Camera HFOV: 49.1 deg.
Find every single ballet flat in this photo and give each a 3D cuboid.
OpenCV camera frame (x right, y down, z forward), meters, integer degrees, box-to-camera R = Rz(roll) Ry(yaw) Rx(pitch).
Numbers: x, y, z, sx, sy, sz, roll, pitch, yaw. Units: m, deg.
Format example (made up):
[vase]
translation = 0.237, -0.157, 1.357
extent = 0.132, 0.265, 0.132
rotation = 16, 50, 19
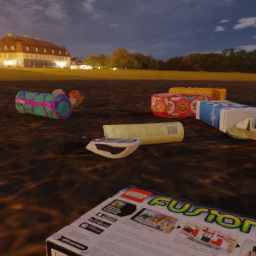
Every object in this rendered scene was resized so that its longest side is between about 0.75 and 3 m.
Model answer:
[ballet flat]
translation = 3.306, 0.047, 7.213
extent = 0.658, 0.658, 1.863
rotation = -5, 13, -24

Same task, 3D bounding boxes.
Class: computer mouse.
[computer mouse]
translation = -0.556, 0.439, 6.045
extent = 1.747, 0.383, 0.958
rotation = 1, 8, 29

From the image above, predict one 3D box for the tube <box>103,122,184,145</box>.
[tube]
translation = 0.394, 0.149, 7.039
extent = 1.982, 0.514, 0.575
rotation = -4, 4, -13

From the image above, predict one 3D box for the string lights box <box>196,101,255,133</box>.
[string lights box]
translation = 3.248, -0.433, 9.251
extent = 1.198, 0.687, 2.331
rotation = -2, 12, -8

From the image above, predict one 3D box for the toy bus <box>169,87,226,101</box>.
[toy bus]
translation = 3.534, -1.602, 14.278
extent = 2.693, 0.877, 1.054
rotation = 6, 14, 27

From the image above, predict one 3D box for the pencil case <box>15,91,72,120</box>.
[pencil case]
translation = -3.277, -0.890, 10.713
extent = 2.319, 0.987, 1.072
rotation = 7, 2, 31

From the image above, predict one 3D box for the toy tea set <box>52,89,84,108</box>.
[toy tea set]
translation = -3.245, -1.294, 13.882
extent = 2.094, 0.775, 1.245
rotation = 7, 43, 17

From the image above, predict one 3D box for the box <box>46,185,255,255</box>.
[box]
translation = 0.713, 1.175, 2.345
extent = 2.526, 0.439, 1.390
rotation = 8, 14, 32

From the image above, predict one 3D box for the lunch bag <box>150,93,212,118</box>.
[lunch bag]
translation = 2.065, -1.009, 11.390
extent = 2.252, 0.923, 1.984
rotation = -1, 12, -4
